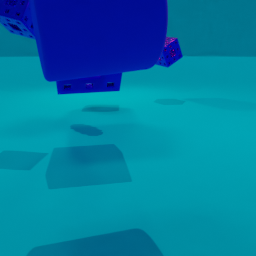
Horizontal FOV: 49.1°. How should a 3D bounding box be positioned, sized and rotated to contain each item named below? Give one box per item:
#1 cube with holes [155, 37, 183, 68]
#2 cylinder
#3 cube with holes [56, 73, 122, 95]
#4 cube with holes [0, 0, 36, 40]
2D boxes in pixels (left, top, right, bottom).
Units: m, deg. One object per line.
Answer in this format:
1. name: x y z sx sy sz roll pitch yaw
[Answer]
1. cube with holes: 1.645 -3.310 12.150 0.907 0.907 0.907 -37 35 -16
2. cylinder: -0.394 -1.238 3.162 1.278 1.278 1.278 -11 18 -17
3. cube with holes: -0.881 -1.697 5.922 1.359 1.359 1.359 -5 58 -11
4. cube with holes: -2.354 -2.580 6.230 0.786 0.786 0.786 18 -9 13
